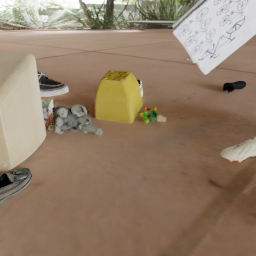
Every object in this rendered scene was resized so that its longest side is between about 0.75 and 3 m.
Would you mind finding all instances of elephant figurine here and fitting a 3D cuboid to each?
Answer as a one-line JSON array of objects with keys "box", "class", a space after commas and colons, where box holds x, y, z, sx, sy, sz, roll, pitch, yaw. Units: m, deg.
[{"box": [-1.539, -0.220, 8.438, 1.339, 1.039, 0.947, 1, -13, -24], "class": "elephant figurine"}]

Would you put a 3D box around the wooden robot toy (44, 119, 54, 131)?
[{"box": [-2.778, -0.095, 8.528, 1.042, 0.459, 0.473, -6, 14, -14], "class": "wooden robot toy"}]

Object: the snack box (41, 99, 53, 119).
[{"box": [-3.511, -0.670, 9.773, 1.596, 0.423, 1.135, -2, 24, -4], "class": "snack box"}]

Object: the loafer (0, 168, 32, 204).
[{"box": [-2.474, 1.132, 5.643, 0.510, 0.447, 1.420, 9, 25, 21], "class": "loafer"}]

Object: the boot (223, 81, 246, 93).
[{"box": [4.736, -1.823, 12.427, 1.016, 0.388, 0.853, 0, 19, 17], "class": "boot"}]

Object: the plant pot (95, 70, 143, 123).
[{"box": [-0.342, -1.151, 9.410, 1.349, 1.380, 1.340, 7, 36, 18], "class": "plant pot"}]

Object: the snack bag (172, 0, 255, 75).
[{"box": [2.351, -2.355, 6.108, 0.294, 2.587, 2.744, 57, 15, 25], "class": "snack bag"}]

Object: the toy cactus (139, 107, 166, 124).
[{"box": [0.851, -0.427, 9.276, 0.847, 0.525, 1.026, 15, 18, 11], "class": "toy cactus"}]

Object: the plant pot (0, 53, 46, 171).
[{"box": [-3.374, -0.231, 6.421, 2.438, 2.435, 2.158, -4, 27, -8], "class": "plant pot"}]

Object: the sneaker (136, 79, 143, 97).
[{"box": [0.001, -1.445, 11.095, 0.691, 0.801, 1.826, 13, 29, 24], "class": "sneaker"}]

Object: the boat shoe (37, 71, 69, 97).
[{"box": [-3.950, -1.987, 12.082, 2.880, 0.976, 1.033, 8, 25, 18], "class": "boat shoe"}]

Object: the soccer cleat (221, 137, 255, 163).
[{"box": [2.995, 0.486, 6.946, 1.475, 0.572, 0.511, -4, 24, -11], "class": "soccer cleat"}]

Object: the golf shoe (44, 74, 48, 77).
[{"box": [-4.459, -2.516, 14.107, 0.456, 0.367, 0.938, 6, 23, 27], "class": "golf shoe"}]
